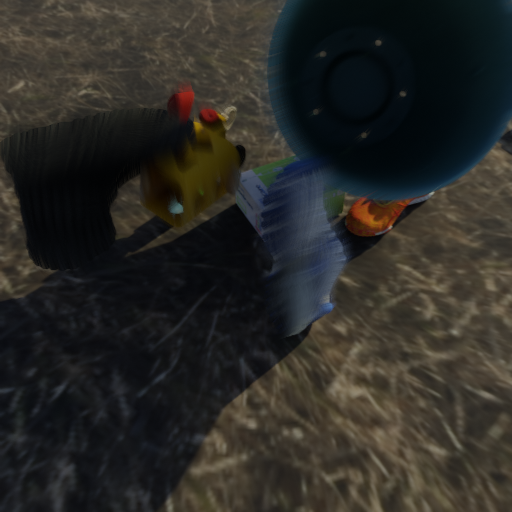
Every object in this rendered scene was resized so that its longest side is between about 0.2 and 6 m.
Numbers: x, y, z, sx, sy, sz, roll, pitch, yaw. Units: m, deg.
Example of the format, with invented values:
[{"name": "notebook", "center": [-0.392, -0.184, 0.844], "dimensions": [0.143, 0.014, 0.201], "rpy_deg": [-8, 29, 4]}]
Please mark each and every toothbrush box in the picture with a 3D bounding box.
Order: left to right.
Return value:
[{"name": "toothbrush box", "center": [0.592, -1.097, 9.926], "dimensions": [1.621, 0.698, 1.180], "rpy_deg": [-21, 50, -19]}]

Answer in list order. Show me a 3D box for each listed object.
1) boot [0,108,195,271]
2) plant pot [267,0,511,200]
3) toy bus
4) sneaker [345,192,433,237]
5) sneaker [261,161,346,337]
[{"name": "boot", "center": [-2.165, -0.973, 8.225], "dimensions": [2.731, 2.042, 1.028], "rpy_deg": [-13, 42, -12]}, {"name": "plant pot", "center": [1.829, -2.746, 8.823], "dimensions": [3.458, 3.458, 2.775], "rpy_deg": [-2, 12, -2]}, {"name": "toy bus", "center": [-0.819, -1.446, 9.086], "dimensions": [1.183, 2.160, 2.290], "rpy_deg": [34, 96, 17]}, {"name": "sneaker", "center": [2.383, -1.132, 9.853], "dimensions": [0.842, 0.890, 2.306], "rpy_deg": [37, 59, 27]}, {"name": "sneaker", "center": [0.727, -0.143, 7.984], "dimensions": [1.065, 2.500, 0.963], "rpy_deg": [-12, 26, -32]}]
